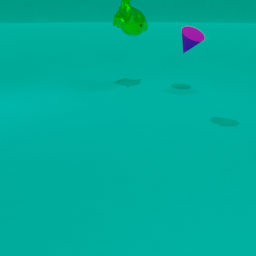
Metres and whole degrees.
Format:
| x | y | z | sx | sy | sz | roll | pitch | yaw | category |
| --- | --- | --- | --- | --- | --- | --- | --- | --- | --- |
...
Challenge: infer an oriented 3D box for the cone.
| x | y | z | sx | sy | sz | roll | pitch | yaw | category |
| --- | --- | --- | --- | --- | --- | --- | --- | --- | --- |
| 2.124 | -2.969 | 9.889 | 0.855 | 0.858 | 0.855 | 9 | 50 | -12 | cone |

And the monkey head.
| x | y | z | sx | sy | sz | roll | pitch | yaw | category |
| --- | --- | --- | --- | --- | --- | --- | --- | --- | --- |
| 0.150 | -3.946 | 9.852 | 1.127 | 1.346 | 1.871 | 21 | 16 | 16 | monkey head |
